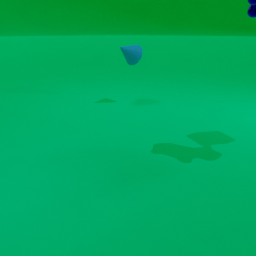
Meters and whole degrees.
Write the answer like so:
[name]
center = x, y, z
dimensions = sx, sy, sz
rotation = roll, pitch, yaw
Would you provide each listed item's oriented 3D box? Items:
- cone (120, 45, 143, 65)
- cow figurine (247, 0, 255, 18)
[cone]
center = -0.027, -2.988, 10.907
dimensions = 0.854, 0.854, 0.857
rotation = 20, 4, 42
[cow figurine]
center = 3.397, -2.870, 5.543
dimensions = 1.669, 1.642, 0.916
rotation = 28, -7, 28
